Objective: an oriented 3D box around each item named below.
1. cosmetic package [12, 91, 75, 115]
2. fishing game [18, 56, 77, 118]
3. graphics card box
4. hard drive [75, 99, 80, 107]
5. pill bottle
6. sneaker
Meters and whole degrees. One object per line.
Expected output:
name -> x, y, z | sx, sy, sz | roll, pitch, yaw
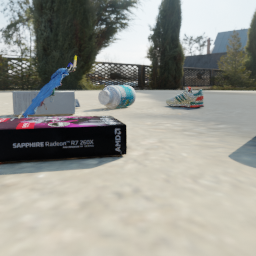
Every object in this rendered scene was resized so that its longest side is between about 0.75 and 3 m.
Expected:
cosmetic package -> -3.106, -0.960, 10.584 | 2.206, 0.895, 1.245 | -3, 8, -14
fishing game -> -2.001, -0.826, 6.967 | 0.357, 2.297, 1.645 | 42, 11, -24
graphics card box -> -1.232, 0.133, 4.911 | 2.226, 0.566, 1.397 | -1, 9, -13
hard drive -> -3.526, -1.177, 13.247 | 2.236, 0.473, 1.508 | -5, 10, -26
pill bottle -> -0.543, -1.483, 13.299 | 1.066, 1.066, 1.925 | 6, 12, 35
sneaker -> 2.835, -1.548, 13.942 | 2.109, 0.986, 0.743 | 10, 14, 44
